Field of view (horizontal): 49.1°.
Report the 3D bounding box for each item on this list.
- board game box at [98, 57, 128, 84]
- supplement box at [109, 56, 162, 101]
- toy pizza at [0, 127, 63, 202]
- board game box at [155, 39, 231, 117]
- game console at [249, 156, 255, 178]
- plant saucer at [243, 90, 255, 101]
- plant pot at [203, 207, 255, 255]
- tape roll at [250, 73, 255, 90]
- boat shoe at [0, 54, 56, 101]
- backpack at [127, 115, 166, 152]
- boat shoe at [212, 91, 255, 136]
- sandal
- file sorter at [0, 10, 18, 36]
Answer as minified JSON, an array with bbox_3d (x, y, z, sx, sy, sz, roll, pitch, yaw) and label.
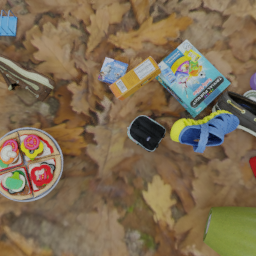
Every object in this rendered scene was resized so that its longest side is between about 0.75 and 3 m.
[{"bbox_3d":[-0.515,-1.950,9.754,0.831,0.180,0.826,18,81,3],"label":"board game box"},{"bbox_3d":[0.233,-1.476,8.486,1.556,0.518,0.535,-33,79,10],"label":"supplement box"},{"bbox_3d":[-3.163,1.104,8.610,2.293,0.363,2.293,0,82,-2],"label":"toy pizza"},{"bbox_3d":[2.124,-1.692,9.556,1.608,0.500,2.131,-43,84,-6],"label":"board game box"},{"bbox_3d":[5.135,1.545,9.245,1.515,1.043,1.758,-14,81,-34],"label":"game console"},{"bbox_3d":[4.259,-0.869,9.569,0.824,0.207,0.824,0,83,2],"label":"plant saucer"},{"bbox_3d":[3.482,3.201,8.205,2.305,2.157,2.157,15,82,15],"label":"plant pot"},{"bbox_3d":[4.659,-1.590,9.613,0.817,0.347,0.817,0,81,-1],"label":"tape roll"},{"bbox_3d":[-3.804,-1.704,9.348,2.612,0.965,0.966,26,88,3],"label":"boat shoe"},{"bbox_3d":[0.550,0.140,9.102,1.100,0.828,0.976,34,83,-7],"label":"backpack"},{"bbox_3d":[4.289,-0.309,8.964,3.006,0.905,1.072,19,47,3],"label":"boat shoe"},{"bbox_3d":[2.408,0.160,8.152,2.352,0.935,1.024,-16,41,-26],"label":"sandal"},{"bbox_3d":[-4.528,-3.704,9.789,1.038,0.637,0.720,1,81,1],"label":"file sorter"}]
